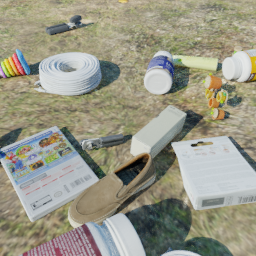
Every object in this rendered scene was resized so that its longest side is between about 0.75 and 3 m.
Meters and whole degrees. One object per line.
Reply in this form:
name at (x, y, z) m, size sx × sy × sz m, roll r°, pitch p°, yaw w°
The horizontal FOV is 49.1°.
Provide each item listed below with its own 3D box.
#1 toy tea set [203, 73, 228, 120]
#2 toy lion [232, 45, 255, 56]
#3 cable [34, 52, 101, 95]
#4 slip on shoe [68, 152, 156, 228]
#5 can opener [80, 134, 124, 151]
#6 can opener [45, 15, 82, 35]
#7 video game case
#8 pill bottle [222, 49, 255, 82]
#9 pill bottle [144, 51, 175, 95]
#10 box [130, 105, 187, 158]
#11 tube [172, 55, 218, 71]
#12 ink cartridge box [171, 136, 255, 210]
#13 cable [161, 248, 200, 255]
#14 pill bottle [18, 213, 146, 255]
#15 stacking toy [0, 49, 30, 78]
toy tea set at (3.157, -1.171, 10.535) m, size 0.695 × 1.116 × 1.877 m, roll 6°, pitch 43°, yaw -8°
toy lion at (6.036, -3.376, 13.548) m, size 1.558 × 0.535 × 1.493 m, roll -2°, pitch 50°, yaw -2°
cable at (-2.466, -2.403, 12.059) m, size 2.644 × 0.916 × 2.645 m, roll 12°, pitch 43°, yaw 14°
slip on shoe at (-0.373, 1.609, 7.618) m, size 2.844 × 0.862 × 1.081 m, roll -25°, pitch 48°, yaw -26°
can opener at (-0.861, 0.398, 9.212) m, size 1.437 × 0.383 × 0.481 m, roll -10°, pitch 38°, yaw -25°
can opener at (-3.709, -6.044, 16.261) m, size 2.238 × 0.748 × 0.597 m, roll -25°, pitch 47°, yaw -25°
video game case at (-2.502, 1.190, 8.545) m, size 2.102 × 0.265 × 2.936 m, roll -26°, pitch 48°, yaw -25°
pill bottle at (5.405, -2.724, 12.136) m, size 2.403 × 1.312 × 1.312 m, roll -10°, pitch 43°, yaw -11°
pill bottle at (1.384, -2.407, 11.905) m, size 1.150 × 1.150 × 1.987 m, roll 8°, pitch 42°, yaw 9°
box at (1.025, 0.169, 9.215) m, size 0.724 × 0.870 × 2.116 m, roll 33°, pitch 50°, yaw 24°
tube at (3.078, -3.098, 13.165) m, size 2.196 × 0.570 × 0.637 m, roll 12°, pitch 2°, yaw 18°
ink cartridge box at (2.556, 1.241, 8.376) m, size 2.007 × 0.704 × 2.469 m, roll -6°, pitch 28°, yaw -6°
cable at (1.153, 3.493, 5.666) m, size 1.898 × 0.657 × 1.897 m, roll 31°, pitch 50°, yaw 30°
pill bottle at (-1.062, 2.896, 5.677) m, size 2.676 × 1.528 × 1.528 m, roll -21°, pitch 46°, yaw -20°
stacking toy at (-5.397, -2.624, 12.444) m, size 1.819 × 0.998 × 1.056 m, roll -25°, pitch 46°, yaw -11°
